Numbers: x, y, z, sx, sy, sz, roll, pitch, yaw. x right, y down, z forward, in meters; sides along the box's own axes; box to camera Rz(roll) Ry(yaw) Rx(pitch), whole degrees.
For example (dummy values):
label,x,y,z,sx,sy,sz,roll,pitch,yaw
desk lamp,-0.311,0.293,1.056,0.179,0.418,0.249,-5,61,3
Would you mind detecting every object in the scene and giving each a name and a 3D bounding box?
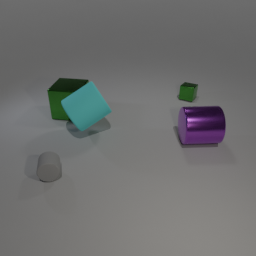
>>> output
label,x,y,z,sx,sy,sz,roll,pitch,yaw
cube,-2.523,-1.267,12.282,1.400,1.400,1.400,5,32,8
cube,2.968,-1.788,13.762,0.700,0.700,0.700,16,30,25
cylinder,-2.502,1.212,8.852,0.700,0.700,0.700,-6,29,-10
cylinder,2.683,-0.105,10.367,1.400,1.400,1.400,-2,31,-2
cylinder,-1.567,-0.819,10.656,1.400,1.400,1.400,-34,36,-1
